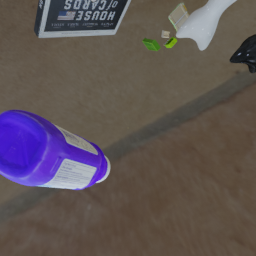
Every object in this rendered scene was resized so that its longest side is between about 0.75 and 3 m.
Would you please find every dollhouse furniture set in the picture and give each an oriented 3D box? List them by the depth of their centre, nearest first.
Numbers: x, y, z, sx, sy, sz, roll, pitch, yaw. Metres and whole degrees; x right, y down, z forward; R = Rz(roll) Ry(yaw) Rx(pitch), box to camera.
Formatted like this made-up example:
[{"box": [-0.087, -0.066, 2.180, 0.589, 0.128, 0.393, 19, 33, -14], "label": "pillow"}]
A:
[{"box": [0.926, -2.303, 6.564, 1.176, 0.588, 0.454, -47, 33, -1], "label": "dollhouse furniture set"}]

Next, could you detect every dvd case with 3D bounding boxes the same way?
[{"box": [-0.729, -3.237, 6.103, 2.243, 2.985, 0.369, -16, 66, -34], "label": "dvd case"}]

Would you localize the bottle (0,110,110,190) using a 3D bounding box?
[{"box": [-1.005, 0.496, 4.517, 1.091, 2.612, 0.853, 26, 84, 20], "label": "bottle"}]

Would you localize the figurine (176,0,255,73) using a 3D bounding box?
[{"box": [2.209, -2.107, 5.115, 2.156, 2.104, 0.928, 19, 48, -14], "label": "figurine"}]
